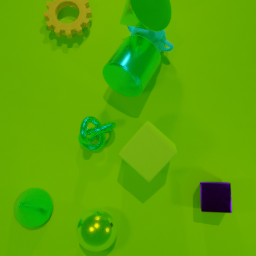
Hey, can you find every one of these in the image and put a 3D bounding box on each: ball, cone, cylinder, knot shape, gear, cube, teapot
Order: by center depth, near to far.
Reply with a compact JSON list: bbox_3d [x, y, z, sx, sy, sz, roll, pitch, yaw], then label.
[{"bbox_3d":[0.570,0.607,7.806,1.116,1.116,1.116,42,100,1],"label":"cube"},{"bbox_3d":[-0.871,2.839,7.866,1.167,1.167,1.167,0,80,0],"label":"ball"},{"bbox_3d":[-2.855,2.197,7.889,1.159,1.164,1.159,0,70,0],"label":"cone"},{"bbox_3d":[0.194,-3.270,8.055,1.493,1.499,1.493,4,84,-37],"label":"cone"},{"bbox_3d":[2.520,1.980,8.111,0.822,0.822,0.822,-2,80,14],"label":"cube"},{"bbox_3d":[0.121,-1.843,8.425,1.335,1.335,1.335,29,64,5],"label":"cylinder"},{"bbox_3d":[-0.913,0.111,8.434,1.190,1.272,0.588,-26,58,-17],"label":"knot shape"},{"bbox_3d":[0.618,-2.988,8.961,1.899,0.930,1.181,32,76,4],"label":"teapot"},{"bbox_3d":[-1.977,-3.743,9.249,1.531,0.283,1.531,0,81,1],"label":"gear"}]
